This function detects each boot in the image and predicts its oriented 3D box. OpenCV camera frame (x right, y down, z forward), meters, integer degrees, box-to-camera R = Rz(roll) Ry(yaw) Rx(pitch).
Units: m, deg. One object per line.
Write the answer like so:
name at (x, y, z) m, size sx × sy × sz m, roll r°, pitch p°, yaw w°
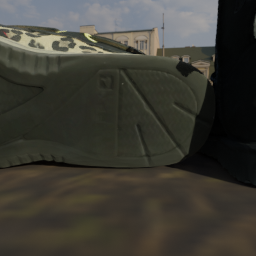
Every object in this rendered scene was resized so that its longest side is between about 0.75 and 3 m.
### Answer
boot at (1.031, -0.701, 2.377) m, size 0.888 × 1.966 × 2.399 m, roll 0°, pitch 3°, yaw 7°
boot at (-0.848, -0.471, 2.857) m, size 2.909 × 1.050 × 2.197 m, roll 6°, pitch 17°, yaw -3°
